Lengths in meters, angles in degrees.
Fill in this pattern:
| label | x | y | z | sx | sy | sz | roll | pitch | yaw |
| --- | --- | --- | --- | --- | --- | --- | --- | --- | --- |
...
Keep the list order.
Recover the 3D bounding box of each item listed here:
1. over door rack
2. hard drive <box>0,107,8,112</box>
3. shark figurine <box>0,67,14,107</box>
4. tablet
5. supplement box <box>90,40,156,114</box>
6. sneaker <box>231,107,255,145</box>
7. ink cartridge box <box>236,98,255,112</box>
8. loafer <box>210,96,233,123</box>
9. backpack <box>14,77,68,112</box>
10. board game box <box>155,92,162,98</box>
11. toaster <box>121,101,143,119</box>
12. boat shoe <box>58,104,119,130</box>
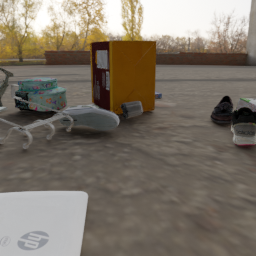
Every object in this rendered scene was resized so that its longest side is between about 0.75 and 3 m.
| label | x | y | z | sx | sy | sz | roll | pitch | yaw |
| --- | --- | --- | --- | --- | --- | --- | --- | --- | --- |
| over door rack | -3.052 | -0.314 | 7.869 | 2.493 | 0.830 | 1.842 | 28 | 25 | 17 |
| hard drive | -5.339 | -0.734 | 11.118 | 0.866 | 0.114 | 0.571 | 1 | 16 | 6 |
| shark figurine | -5.424 | -1.399 | 11.752 | 0.971 | 2.327 | 1.390 | 48 | 2 | 19 |
| tablet | -1.386 | 1.404 | 3.314 | 1.667 | 0.175 | 2.562 | -1 | 16 | -4 |
| supplement box | -0.295 | -2.156 | 11.451 | 1.784 | 2.650 | 2.686 | -7 | 17 | -23 |
| sneaker | 3.228 | -0.176 | 7.683 | 0.730 | 0.866 | 1.980 | 6 | 17 | 21 |
| ink cartridge box | 4.096 | -0.611 | 8.769 | 1.073 | 0.452 | 0.784 | -2 | 25 | -25 |
| loafer | 3.353 | -0.684 | 9.879 | 0.759 | 0.665 | 2.112 | 6 | 16 | 21 |
| backpack | -3.295 | -1.257 | 10.879 | 1.845 | 1.389 | 1.638 | 15 | 21 | 27 |
| board game box | 0.943 | -1.678 | 14.294 | 1.311 | 0.226 | 0.887 | -6 | 17 | -21 |
| toaster | 0.131 | -0.638 | 9.591 | 0.615 | 0.541 | 0.952 | -13 | 0 | -10 |
| boat shoe | -1.161 | -0.445 | 8.536 | 2.047 | 0.753 | 0.683 | 6 | 45 | 21 |
